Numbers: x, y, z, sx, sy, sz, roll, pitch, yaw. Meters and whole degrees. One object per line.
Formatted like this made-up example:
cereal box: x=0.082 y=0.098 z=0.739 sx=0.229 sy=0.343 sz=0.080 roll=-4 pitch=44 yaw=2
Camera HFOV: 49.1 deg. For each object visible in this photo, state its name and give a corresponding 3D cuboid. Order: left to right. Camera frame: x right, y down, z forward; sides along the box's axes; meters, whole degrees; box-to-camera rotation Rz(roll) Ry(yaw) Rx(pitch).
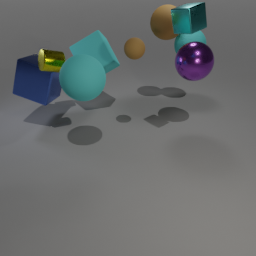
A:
cube: x=-3.428 y=-1.912 z=10.937 sx=1.400 sy=1.400 sz=1.400 roll=20 pitch=24 yaw=2
cylinder: x=-2.514 y=-2.199 z=9.218 sx=0.700 sy=0.700 sz=0.700 roll=-2 pitch=25 yaw=-34
ball: x=-1.369 y=-1.514 z=8.498 sx=1.400 sy=1.400 sz=1.400 roll=0 pitch=29 yaw=0
cube: x=-1.358 y=-3.011 z=11.825 sx=1.400 sy=1.400 sz=1.400 roll=-28 pitch=0 yaw=9
ball: x=0.216 y=-2.597 z=9.163 sx=0.700 sy=0.700 sz=0.700 roll=0 pitch=29 yaw=0
ball: x=1.637 y=-4.434 z=11.788 sx=1.400 sy=1.400 sz=1.400 roll=0 pitch=29 yaw=0
cube: x=1.751 y=-3.144 z=8.037 sx=0.700 sy=0.700 sz=0.700 roll=-30 pitch=32 yaw=-27
ball: x=2.766 y=-3.725 z=12.478 sx=1.400 sy=1.400 sz=1.400 roll=0 pitch=29 yaw=0
ball: x=2.403 y=-2.412 z=10.158 sx=1.400 sy=1.400 sz=1.400 roll=0 pitch=29 yaw=0
